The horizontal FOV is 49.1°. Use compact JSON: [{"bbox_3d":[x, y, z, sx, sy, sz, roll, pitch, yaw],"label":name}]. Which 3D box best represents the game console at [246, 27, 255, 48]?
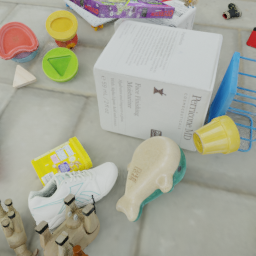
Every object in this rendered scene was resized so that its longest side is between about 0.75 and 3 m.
[{"bbox_3d":[5.344,-3.384,10.852,1.209,0.717,1.042,27,27,18],"label":"game console"}]

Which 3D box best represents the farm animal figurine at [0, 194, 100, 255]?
[{"bbox_3d":[-1.999,2.601,5.715,2.807,1.411,2.267,-4,34,1],"label":"farm animal figurine"}]

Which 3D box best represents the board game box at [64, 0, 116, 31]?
[{"bbox_3d":[-1.075,-5.319,12.166,2.539,0.328,2.539,-31,58,-21],"label":"board game box"}]

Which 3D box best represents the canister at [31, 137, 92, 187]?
[{"bbox_3d":[-1.742,0.923,7.344,1.312,0.568,0.975,-28,58,-18],"label":"canister"}]

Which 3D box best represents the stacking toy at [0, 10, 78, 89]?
[{"bbox_3d":[-2.996,-2.583,10.011,2.843,1.201,2.573,-12,80,-5],"label":"stacking toy"}]

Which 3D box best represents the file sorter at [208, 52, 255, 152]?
[{"bbox_3d":[3.064,-0.590,7.492,1.334,2.174,1.509,15,55,8],"label":"file sorter"}]

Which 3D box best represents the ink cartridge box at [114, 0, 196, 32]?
[{"bbox_3d":[1.015,-3.776,10.513,1.906,1.106,2.641,32,59,22],"label":"ink cartridge box"}]

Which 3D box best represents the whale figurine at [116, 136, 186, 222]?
[{"bbox_3d":[0.597,1.267,6.805,1.695,1.106,2.131,14,71,56],"label":"whale figurine"}]

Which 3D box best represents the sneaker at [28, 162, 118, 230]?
[{"bbox_3d":[-1.233,1.403,6.637,2.317,0.928,0.815,-31,28,-24],"label":"sneaker"}]

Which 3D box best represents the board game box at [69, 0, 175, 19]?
[{"bbox_3d":[-0.162,-3.730,8.392,2.880,0.465,1.729,-16,40,-37],"label":"board game box"}]

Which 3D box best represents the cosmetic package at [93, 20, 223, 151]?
[{"bbox_3d":[0.857,-1.194,7.746,2.821,2.325,2.328,13,52,13],"label":"cosmetic package"}]

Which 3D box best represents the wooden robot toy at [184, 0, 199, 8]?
[{"bbox_3d":[1.779,-3.737,8.138,0.368,0.358,0.812,30,17,-19],"label":"wooden robot toy"}]

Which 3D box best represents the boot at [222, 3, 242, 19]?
[{"bbox_3d":[4.313,-4.981,11.916,0.700,0.335,0.927,-16,54,-8],"label":"boot"}]

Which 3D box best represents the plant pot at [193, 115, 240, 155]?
[{"bbox_3d":[1.977,0.233,6.451,0.818,0.870,0.870,-16,55,-6],"label":"plant pot"}]
